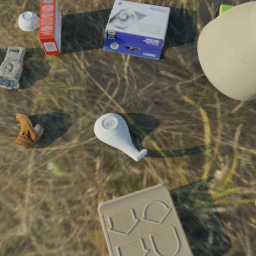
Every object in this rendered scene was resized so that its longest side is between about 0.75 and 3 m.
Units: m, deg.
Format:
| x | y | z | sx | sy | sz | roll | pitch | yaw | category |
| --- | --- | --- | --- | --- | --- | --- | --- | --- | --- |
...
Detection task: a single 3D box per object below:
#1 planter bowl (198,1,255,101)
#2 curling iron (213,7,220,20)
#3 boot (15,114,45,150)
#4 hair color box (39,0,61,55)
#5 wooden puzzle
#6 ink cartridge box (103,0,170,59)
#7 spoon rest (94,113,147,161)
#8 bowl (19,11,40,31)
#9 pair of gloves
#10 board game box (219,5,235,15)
| x | y | z | sx | sy | sz | roll | pitch | yaw | category |
| --- | --- | --- | --- | --- | --- | --- | --- | --- | --- |
| 3.520 | -2.297 | 7.585 | 2.678 | 1.803 | 2.678 | 5 | 74 | -18 | planter bowl |
| 2.995 | -3.702 | 9.529 | 0.260 | 0.134 | 1.050 | 13 | 69 | 6 | curling iron |
| -2.918 | 0.097 | 7.855 | 0.980 | 0.376 | 0.760 | 32 | 75 | 5 | boot |
| -2.468 | -3.247 | 8.967 | 0.496 | 0.822 | 1.619 | -4 | 66 | -1 | hair color box |
| 0.393 | 2.548 | 6.764 | 1.827 | 0.457 | 1.972 | -17 | 73 | -6 | wooden puzzle |
| 0.293 | -3.283 | 9.211 | 1.934 | 0.393 | 1.938 | 11 | 68 | 4 | ink cartridge box |
| -0.209 | 0.266 | 7.727 | 0.921 | 0.562 | 1.853 | -37 | 59 | -16 | spoon rest |
| -3.342 | -3.647 | 9.397 | 0.759 | 0.341 | 0.759 | 0 | 68 | 0 | bowl |
| -4.146 | -1.872 | 8.671 | 1.807 | 0.317 | 1.536 | 0 | 64 | -2 | pair of gloves |
| 4.083 | -3.610 | 9.418 | 1.984 | 0.297 | 0.948 | 8 | 68 | 6 | board game box |
